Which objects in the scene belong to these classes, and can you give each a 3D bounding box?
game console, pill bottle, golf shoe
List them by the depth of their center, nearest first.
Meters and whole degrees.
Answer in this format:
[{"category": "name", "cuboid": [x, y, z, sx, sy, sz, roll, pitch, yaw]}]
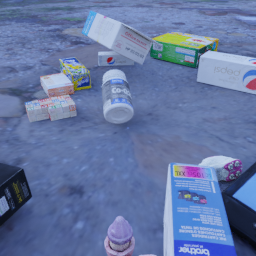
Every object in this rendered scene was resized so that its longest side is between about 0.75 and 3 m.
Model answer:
[{"category": "game console", "cuboid": [2.869, 0.913, 4.396, 2.385, 1.388, 2.098, -25, 43, -35]}, {"category": "golf shoe", "cuboid": [1.575, 0.848, 5.516, 1.311, 0.494, 0.600, -8, 18, -19]}, {"category": "pill bottle", "cuboid": [-0.301, -0.849, 7.348, 0.757, 0.757, 1.330, -4, 55, -7]}]

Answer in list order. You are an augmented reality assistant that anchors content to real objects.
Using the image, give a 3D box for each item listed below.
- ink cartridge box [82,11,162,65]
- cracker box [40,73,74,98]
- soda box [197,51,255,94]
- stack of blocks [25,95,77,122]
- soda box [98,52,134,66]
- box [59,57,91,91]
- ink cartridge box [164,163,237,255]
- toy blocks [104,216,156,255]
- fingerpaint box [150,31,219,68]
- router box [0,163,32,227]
[{"category": "ink cartridge box", "cuboid": [-0.281, -3.201, 10.108, 1.607, 0.947, 2.791, 14, 19, -43]}, {"category": "cracker box", "cuboid": [-2.358, -1.427, 9.276, 0.822, 0.354, 1.228, -14, 33, -22]}, {"category": "soda box", "cuboid": [3.811, -1.824, 9.352, 2.792, 0.951, 0.889, 19, 36, 28]}, {"category": "stack of blocks", "cuboid": [-2.140, -0.522, 7.768, 1.250, 0.366, 0.720, -13, 34, -21]}, {"category": "soda box", "cuboid": [-0.488, -2.870, 11.551, 1.462, 0.465, 0.498, -2, 31, -4]}, {"category": "box", "cuboid": [-1.894, -1.951, 9.912, 0.645, 0.592, 1.840, -14, 34, -20]}, {"category": "ink cartridge box", "cuboid": [0.816, 1.516, 3.541, 0.705, 1.260, 1.847, 4, 31, 7]}, {"category": "toy blocks", "cuboid": [-0.252, 1.856, 2.719, 1.704, 1.535, 1.824, -17, 35, -27]}, {"category": "fingerpaint box", "cuboid": [2.426, -3.450, 12.136, 2.293, 0.841, 1.913, 23, 39, 31]}, {"category": "router box", "cuboid": [-3.164, 1.197, 4.407, 2.496, 0.652, 1.962, 8, 31, 25]}]
